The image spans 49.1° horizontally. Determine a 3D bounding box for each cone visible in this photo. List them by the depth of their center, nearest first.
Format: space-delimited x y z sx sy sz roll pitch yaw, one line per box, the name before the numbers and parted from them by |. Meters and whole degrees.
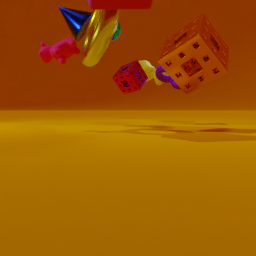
cone | -1.903 -3.776 9.542 1.146 1.141 1.141 36 1 -6

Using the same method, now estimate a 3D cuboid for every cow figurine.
cow figurine | -1.808 -2.034 7.297 0.999 0.548 0.983 -35 44 -8
cow figurine | 1.116 -2.678 13.348 1.604 0.894 1.630 -13 48 -6

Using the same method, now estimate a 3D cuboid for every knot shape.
knot shape | 1.967 -2.165 11.189 1.785 0.882 1.908 2 24 18

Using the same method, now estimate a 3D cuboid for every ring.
ring | -0.713 -2.572 7.163 0.418 2.088 2.088 18 -3 -21

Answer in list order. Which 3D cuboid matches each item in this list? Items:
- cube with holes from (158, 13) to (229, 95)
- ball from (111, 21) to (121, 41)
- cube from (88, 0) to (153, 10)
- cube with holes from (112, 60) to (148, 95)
cube with holes | 1.824 -1.994 7.660 1.280 1.280 1.280 -28 28 39
ball | -0.563 -3.033 8.575 0.708 0.708 0.708 0 4 0
cube | -0.203 -3.394 5.737 1.330 1.330 1.330 -7 -35 -14
cube with holes | 0.083 -1.738 9.670 0.755 0.755 0.755 -10 36 41
